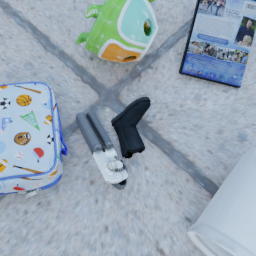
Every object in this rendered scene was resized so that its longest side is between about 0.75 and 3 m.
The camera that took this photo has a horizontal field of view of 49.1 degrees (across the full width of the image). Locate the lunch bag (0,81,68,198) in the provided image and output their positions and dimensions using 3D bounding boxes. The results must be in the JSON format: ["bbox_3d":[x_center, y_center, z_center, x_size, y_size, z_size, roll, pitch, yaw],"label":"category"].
[{"bbox_3d":[-2.759,0.244,7.000,2.400,1.132,2.995,-6,59,-12],"label":"lunch bag"}]

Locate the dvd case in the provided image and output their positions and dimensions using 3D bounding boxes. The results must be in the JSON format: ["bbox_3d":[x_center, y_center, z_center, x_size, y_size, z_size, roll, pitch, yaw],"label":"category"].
[{"bbox_3d":[2.766,-2.706,8.405,1.900,0.234,2.663,14,91,3],"label":"dvd case"}]

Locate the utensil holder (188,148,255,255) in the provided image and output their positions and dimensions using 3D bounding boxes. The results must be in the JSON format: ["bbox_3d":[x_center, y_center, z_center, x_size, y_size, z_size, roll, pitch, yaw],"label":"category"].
[{"bbox_3d":[2.836,1.937,6.069,2.059,2.059,2.423,37,72,14],"label":"utensil holder"}]

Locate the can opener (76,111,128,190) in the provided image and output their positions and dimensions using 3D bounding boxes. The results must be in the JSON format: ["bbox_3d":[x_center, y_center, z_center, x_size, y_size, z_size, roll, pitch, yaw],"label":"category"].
[{"bbox_3d":[-0.758,0.541,7.320,0.629,0.794,2.389,-10,54,-31],"label":"can opener"}]

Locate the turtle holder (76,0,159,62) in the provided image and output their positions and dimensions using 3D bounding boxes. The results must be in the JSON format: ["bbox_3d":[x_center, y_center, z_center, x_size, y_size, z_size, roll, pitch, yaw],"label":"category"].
[{"bbox_3d":[-0.131,-3.162,8.346,1.929,2.064,2.716,28,49,-11],"label":"turtle holder"}]

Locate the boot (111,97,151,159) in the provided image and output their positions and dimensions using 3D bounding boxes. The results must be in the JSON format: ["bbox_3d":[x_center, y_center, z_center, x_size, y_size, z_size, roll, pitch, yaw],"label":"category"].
[{"bbox_3d":[0.230,0.026,7.389,1.439,0.550,1.209,-37,64,32],"label":"boot"}]
